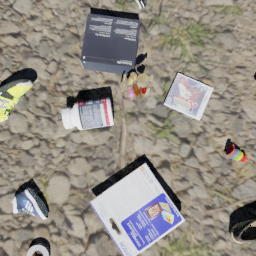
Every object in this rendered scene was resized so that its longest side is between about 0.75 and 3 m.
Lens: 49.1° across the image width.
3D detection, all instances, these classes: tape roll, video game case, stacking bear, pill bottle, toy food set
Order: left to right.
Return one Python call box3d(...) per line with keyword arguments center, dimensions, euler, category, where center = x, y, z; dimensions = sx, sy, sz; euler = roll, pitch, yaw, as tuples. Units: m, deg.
box3d(center=(-3.421, 4.881, 10.734), dimensions=(0.847, 0.280, 0.847), euler=(0, 82, 0), category="tape roll")
box3d(center=(-1.555, -0.523, 10.977), dimensions=(1.896, 1.134, 1.134), euler=(-9, 83, -1), category="pill bottle")
box3d(center=(0.348, -1.543, 10.359), dimensions=(0.246, 1.564, 0.994), euler=(3, 103, -40), category="toy food set")
box3d(center=(2.502, -1.304, 11.551), dimensions=(1.612, 0.185, 1.469), euler=(24, 83, 3), category="video game case")
box3d(center=(4.386, 1.076, 11.128), dimensions=(0.851, 0.517, 0.484), euler=(29, 124, -6), category="stacking bear")

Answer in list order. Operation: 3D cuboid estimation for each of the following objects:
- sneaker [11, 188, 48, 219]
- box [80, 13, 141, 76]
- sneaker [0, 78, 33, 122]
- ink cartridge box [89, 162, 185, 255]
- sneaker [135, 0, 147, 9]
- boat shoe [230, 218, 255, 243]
box3d(center=(-3.875, 3.135, 10.863), dimensions=(1.045, 0.575, 1.428), euler=(-35, 90, 7), category="sneaker")
box3d(center=(-0.680, -3.320, 11.322), dimensions=(2.153, 1.121, 1.961), euler=(9, 83, 1), category="box")
box3d(center=(-4.988, -0.933, 11.181), dimensions=(2.984, 1.125, 1.140), euler=(-34, 100, 2), category="sneaker")
box3d(center=(0.337, 3.141, 10.700), dimensions=(2.647, 0.622, 2.616), euler=(-34, 79, -2), category="ink cartridge box")
box3d(center=(0.556, -5.547, 12.051), dimensions=(0.443, 0.289, 0.792), euler=(-22, 91, -6), category="sneaker")
box3d(center=(5.228, 3.724, 10.584), dimensions=(2.634, 0.854, 0.964), euler=(-25, 84, -3), category="boat shoe")
